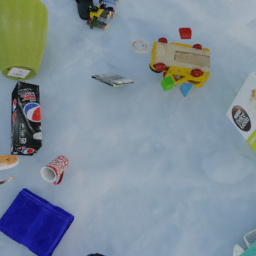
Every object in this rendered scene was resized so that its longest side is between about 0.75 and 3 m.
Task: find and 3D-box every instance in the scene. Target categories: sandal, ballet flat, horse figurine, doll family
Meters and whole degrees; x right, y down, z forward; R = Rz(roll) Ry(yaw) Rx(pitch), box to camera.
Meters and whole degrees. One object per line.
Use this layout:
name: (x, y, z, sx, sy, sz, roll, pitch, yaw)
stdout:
sandal: (-2.062, -6.106, 12.870, 1.002, 0.638, 2.665, -17, 64, -9)
ballet flat: (3.476, 3.481, 7.931, 2.137, 0.720, 0.752, -33, 43, -16)
horse figurine: (-4.496, 1.153, 8.101, 1.660, 0.625, 2.505, -38, 104, -36)
doll family: (-1.195, -5.252, 12.389, 1.167, 0.792, 2.019, 20, 61, 12)
sandal: (-4.683, 0.964, 8.868, 2.255, 0.646, 0.864, -7, 30, -23)

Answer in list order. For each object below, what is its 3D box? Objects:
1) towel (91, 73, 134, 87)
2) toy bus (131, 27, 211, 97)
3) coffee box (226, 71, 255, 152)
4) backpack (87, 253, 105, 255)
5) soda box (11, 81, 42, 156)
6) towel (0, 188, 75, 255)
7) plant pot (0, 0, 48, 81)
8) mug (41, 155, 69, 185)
towel: (-0.558, -1.824, 10.358, 1.161, 0.208, 1.206, 27, 29, 30)
toy bus: (1.730, -2.330, 10.477, 2.519, 1.379, 2.669, -33, 74, -20)
coffee box: (5.129, -0.623, 8.983, 2.441, 2.437, 2.414, -24, 65, -12)
backpack: (-0.981, 4.240, 6.935, 1.570, 1.621, 1.932, 30, 42, 12)
soda box: (-3.500, -0.340, 9.593, 0.787, 0.879, 2.484, 9, 57, -36)
towel: (-2.766, 2.790, 8.314, 1.944, 0.482, 1.435, 26, 64, 13)
plant pot: (-4.179, -3.254, 10.630, 2.471, 2.471, 2.641, -8, 76, -4)
mug: (-2.288, 1.322, 8.845, 0.551, 0.733, 0.826, 19, 29, 12)
